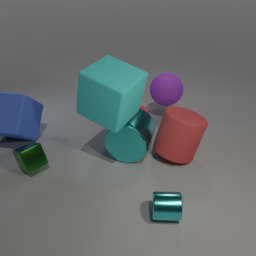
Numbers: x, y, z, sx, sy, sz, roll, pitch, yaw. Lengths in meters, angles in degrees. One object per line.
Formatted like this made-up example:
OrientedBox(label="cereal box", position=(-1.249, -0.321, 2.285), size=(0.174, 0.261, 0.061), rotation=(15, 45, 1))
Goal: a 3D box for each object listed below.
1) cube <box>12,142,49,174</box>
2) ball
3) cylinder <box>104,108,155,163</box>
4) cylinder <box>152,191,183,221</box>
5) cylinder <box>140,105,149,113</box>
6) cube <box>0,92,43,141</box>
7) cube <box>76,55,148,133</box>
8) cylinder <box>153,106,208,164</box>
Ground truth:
OrientedBox(label="cube", position=(-3.017, 0.896, 8.660), size=(0.700, 0.700, 0.700), rotation=(-30, 20, -35))
OrientedBox(label="ball", position=(1.625, -1.631, 11.830), size=(1.400, 1.400, 1.400), rotation=(0, 29, 0))
OrientedBox(label="cylinder", position=(0.096, 0.216, 9.399), size=(1.400, 1.400, 1.400), rotation=(8, 30, 15))
OrientedBox(label="cylinder", position=(0.963, 1.944, 6.990), size=(0.700, 0.700, 0.700), rotation=(1, 29, 2))
OrientedBox(label="cylinder", position=(0.343, -0.397, 10.308), size=(0.700, 0.700, 0.700), rotation=(8, 36, -6))
OrientedBox(label="cube", position=(-4.062, -0.389, 9.963), size=(1.400, 1.400, 1.400), rotation=(6, -9, 11))
OrientedBox(label="cube", position=(-0.469, -0.992, 7.960), size=(1.400, 1.400, 1.400), rotation=(27, 43, 16))
OrientedBox(label="cylinder", position=(1.680, 0.202, 9.119), size=(1.400, 1.400, 1.400), rotation=(13, 25, -6))
